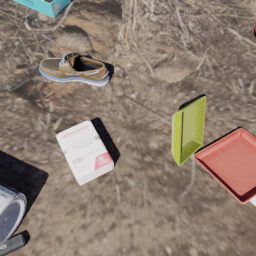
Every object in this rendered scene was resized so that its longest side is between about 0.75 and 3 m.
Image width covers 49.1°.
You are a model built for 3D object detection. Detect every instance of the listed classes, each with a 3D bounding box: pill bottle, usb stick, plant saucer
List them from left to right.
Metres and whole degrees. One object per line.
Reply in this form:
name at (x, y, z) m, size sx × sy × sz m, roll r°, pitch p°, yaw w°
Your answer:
pill bottle at (-4.088, 1.740, 6.970) m, size 2.739 × 1.455 × 1.455 m, roll 22°, pitch 63°, yaw 11°
usb stick at (-3.161, 3.037, 6.977) m, size 1.240 × 0.202 × 0.344 m, roll -22°, pitch 64°, yaw -12°
plant saucer at (1.631, 0.025, 7.730) m, size 0.377 × 1.573 × 1.571 m, roll 13°, pitch 27°, yaw 34°
plant saucer at (3.133, 1.027, 7.750) m, size 1.897 × 0.348 × 1.893 m, roll -27°, pitch 47°, yaw -15°

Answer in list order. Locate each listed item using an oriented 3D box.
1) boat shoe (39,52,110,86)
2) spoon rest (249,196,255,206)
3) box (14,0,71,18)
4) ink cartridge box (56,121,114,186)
boat shoe at (-1.837, -2.107, 9.429) m, size 2.478 × 0.897 × 0.895 m, roll 8°, pitch 61°, yaw 4°
spoon rest at (3.918, 2.017, 7.393) m, size 1.113 × 0.679 × 2.240 m, roll -21°, pitch 50°, yaw -13°
box at (-3.853, -5.574, 11.465) m, size 2.835 × 0.697 × 1.166 m, roll 28°, pitch 65°, yaw 14°
ink cartridge box at (-1.230, 0.691, 8.033) m, size 1.102 × 0.623 × 1.505 m, roll -25°, pitch 64°, yaw -13°
